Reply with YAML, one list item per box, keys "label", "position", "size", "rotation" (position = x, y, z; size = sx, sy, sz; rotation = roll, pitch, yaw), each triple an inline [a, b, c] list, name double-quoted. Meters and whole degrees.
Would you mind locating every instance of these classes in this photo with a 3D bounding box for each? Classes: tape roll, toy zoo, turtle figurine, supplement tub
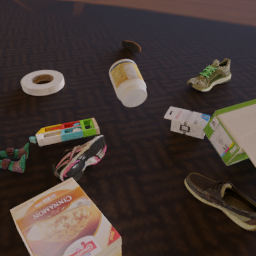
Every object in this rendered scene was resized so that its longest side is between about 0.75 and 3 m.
- label: "tape roll"
  position: [-3.936, -2.117, 12.965]
  size: [1.930, 0.353, 1.930]
  rotation: [-1, 38, 0]
- label: "toy zoo"
  position: [-2.198, 0.136, 9.621]
  size: [2.310, 0.236, 1.515]
  rotation: [-11, 17, -9]
- label: "turtle figurine"
  position: [-4.299, 0.807, 8.519]
  size: [2.309, 1.162, 1.729]
  rotation: [7, 46, -14]
- label: "supplement tub"
  position: [0.010, -1.777, 11.134]
  size: [1.201, 1.201, 1.660]
  rotation: [-11, 56, -14]

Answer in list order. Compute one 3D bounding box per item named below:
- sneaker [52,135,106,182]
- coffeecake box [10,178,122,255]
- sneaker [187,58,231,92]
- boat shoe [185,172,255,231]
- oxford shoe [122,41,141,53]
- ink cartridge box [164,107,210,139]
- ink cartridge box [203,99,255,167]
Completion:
- label: "sneaker"
  position: [-1.545, 0.823, 8.781]
  size: [0.904, 0.841, 2.095]
  rotation: [17, 37, 29]
- label: "coffeecake box"
  position: [-1.477, 2.467, 6.608]
  size: [1.712, 0.815, 2.230]
  rotation: [-25, 44, -29]
- label: "sneaker"
  position: [3.751, -2.551, 12.845]
  size: [2.669, 1.183, 1.026]
  rotation: [-25, 44, -29]
- label: "boat shoe"
  position: [2.573, 1.774, 7.574]
  size: [2.273, 0.737, 0.832]
  rotation: [29, 46, 33]
- label: "oxford shoe"
  position: [0.316, -4.817, 16.341]
  size: [0.573, 0.573, 1.607]
  rotation: [-19, 40, -30]
- label: "ink cartridge box"
  position: [2.156, -0.222, 10.362]
  size: [1.529, 0.510, 0.886]
  rotation: [16, 40, 19]
- label: "ink cartridge box"
  position: [4.154, 0.644, 8.828]
  size: [2.187, 1.121, 2.959]
  rotation: [-16, 60, -20]
